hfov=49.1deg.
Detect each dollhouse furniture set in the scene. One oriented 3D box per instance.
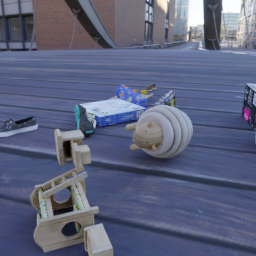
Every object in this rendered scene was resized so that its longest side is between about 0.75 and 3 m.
[{"bbox_3d":[-1.151,1.213,4.971,1.156,1.840,2.080,-8,21,-19],"label":"dollhouse furniture set"}]

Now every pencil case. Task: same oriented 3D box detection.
[{"bbox_3d":[0.150,-1.398,13.394,0.711,0.792,1.823,9,21,-48],"label":"pencil case"}]

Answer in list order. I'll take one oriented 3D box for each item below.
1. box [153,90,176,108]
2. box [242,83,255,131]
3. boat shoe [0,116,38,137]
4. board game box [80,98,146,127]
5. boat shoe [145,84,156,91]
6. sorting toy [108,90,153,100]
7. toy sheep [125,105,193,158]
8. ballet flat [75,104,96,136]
[{"bbox_3d":[1.498,-0.857,11.366,0.290,0.951,1.180,24,52,35],"label":"box"},{"bbox_3d":[5.575,-0.904,11.298,1.286,1.481,2.242,3,20,8],"label":"box"},{"bbox_3d":[-4.257,-0.101,10.416,1.755,0.582,0.614,-11,23,-29],"label":"boat shoe"},{"bbox_3d":[-0.748,-0.741,12.305,2.231,0.484,2.220,-12,23,-30],"label":"board game box"},{"bbox_3d":[1.393,-2.525,17.372,0.378,0.378,1.022,15,25,35],"label":"boat shoe"},{"bbox_3d":[0.318,-1.635,15.079,1.949,0.350,2.616,6,20,28],"label":"sorting toy"},{"bbox_3d":[1.063,0.105,8.453,1.757,1.757,2.549,16,21,37],"label":"toy sheep"},{"bbox_3d":[-1.640,-0.270,10.825,0.751,0.746,2.195,2,29,-14],"label":"ballet flat"}]
